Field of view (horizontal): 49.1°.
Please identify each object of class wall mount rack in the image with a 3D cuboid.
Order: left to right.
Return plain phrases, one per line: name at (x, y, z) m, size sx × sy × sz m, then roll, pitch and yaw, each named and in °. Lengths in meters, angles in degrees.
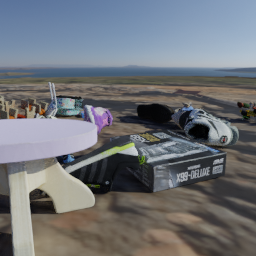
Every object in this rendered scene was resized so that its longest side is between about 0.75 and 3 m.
wall mount rack at (-3.730, -1.176, 13.085) m, size 0.759 × 1.770 × 2.037 m, roll 30°, pitch -1°, yaw -27°

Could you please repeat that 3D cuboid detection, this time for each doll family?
doll family at (5.905, -0.673, 12.910) m, size 1.229 × 0.835 × 2.127 m, roll -2°, pitch 16°, yaw -31°

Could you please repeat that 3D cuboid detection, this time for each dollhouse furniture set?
dollhouse furniture set at (-5.230, -0.577, 12.402) m, size 2.454 × 1.278 × 2.481 m, roll 17°, pitch 19°, yaw 18°

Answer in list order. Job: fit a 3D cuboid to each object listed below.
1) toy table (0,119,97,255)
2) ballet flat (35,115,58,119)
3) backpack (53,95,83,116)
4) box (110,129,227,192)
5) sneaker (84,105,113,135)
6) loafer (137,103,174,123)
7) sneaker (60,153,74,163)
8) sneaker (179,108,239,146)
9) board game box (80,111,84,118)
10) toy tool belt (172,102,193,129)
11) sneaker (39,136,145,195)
toy table at (-1.938, 0.802, 4.802) m, size 2.844 × 1.666 × 2.615 m, roll -2°, pitch 13°, yaw -11°
ballet flat at (-3.347, -0.247, 11.522) m, size 0.617 × 0.566 × 1.796 m, roll 1°, pitch 12°, yaw 32°
backpack at (-3.137, -1.174, 14.235) m, size 1.277 × 1.083 × 1.439 m, roll 8°, pitch 2°, yaw 31°
box at (0.907, 0.708, 7.362) m, size 2.010 × 0.634 × 2.549 m, roll -7°, pitch 15°, yaw -23°
sneaker at (-1.156, -0.346, 11.081) m, size 1.183 × 1.077 × 2.677 m, roll 4°, pitch 12°, yaw -10°
loafer at (1.399, -0.813, 13.273) m, size 0.853 × 0.873 × 2.392 m, roll -10°, pitch 16°, yaw -34°
sneaker at (-1.761, 0.655, 8.004) m, size 0.391 × 0.457 × 1.102 m, roll -7°, pitch 13°, yaw -21°
sneaker at (2.389, -0.073, 9.806) m, size 1.238 × 1.037 × 2.799 m, roll -3°, pitch 13°, yaw -23°
board game box at (-2.047, -0.691, 14.243) m, size 0.648 × 0.192 × 0.852 m, roll -4°, pitch 14°, yaw -16°
toy tool belt at (2.554, -0.622, 11.926) m, size 0.988 × 1.004 × 1.607 m, roll -42°, pitch 2°, yaw 26°
sneaker at (-0.703, 0.988, 5.844) m, size 2.268 × 0.939 × 0.813 m, roll -27°, pitch -3°, yaw -8°
